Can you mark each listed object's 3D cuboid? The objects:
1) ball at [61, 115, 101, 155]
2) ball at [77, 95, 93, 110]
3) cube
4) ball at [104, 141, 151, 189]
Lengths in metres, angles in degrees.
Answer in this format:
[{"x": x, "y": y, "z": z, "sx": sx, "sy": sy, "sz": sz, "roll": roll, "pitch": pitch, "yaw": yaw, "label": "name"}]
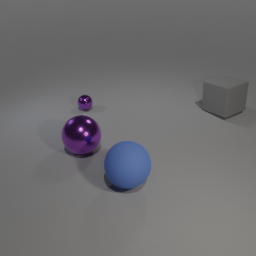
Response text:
[{"x": -1.646, "y": 0.242, "z": 9.927, "sx": 1.400, "sy": 1.400, "sz": 1.400, "roll": 0, "pitch": 31, "yaw": 0, "label": "ball"}, {"x": -1.993, "y": -1.195, "z": 13.006, "sx": 0.700, "sy": 0.700, "sz": 0.700, "roll": 0, "pitch": 31, "yaw": 0, "label": "ball"}, {"x": 4.381, "y": -1.465, "z": 12.719, "sx": 1.400, "sy": 1.400, "sz": 1.400, "roll": -19, "pitch": 31, "yaw": -29, "label": "cube"}, {"x": -0.011, "y": 1.081, "z": 8.293, "sx": 1.400, "sy": 1.400, "sz": 1.400, "roll": 0, "pitch": 31, "yaw": 0, "label": "ball"}]
